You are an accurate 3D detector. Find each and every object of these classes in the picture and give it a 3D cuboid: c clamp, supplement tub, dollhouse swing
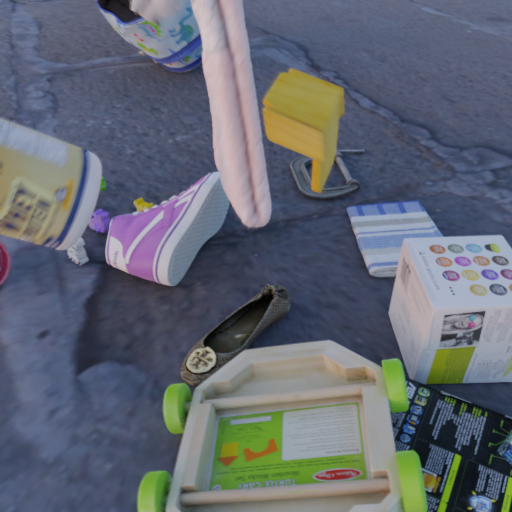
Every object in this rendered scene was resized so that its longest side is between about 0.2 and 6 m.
[{"bbox_3d":[1.530,-1.702,11.163,1.658,0.263,1.941,-2,38,-2],"label":"c clamp"},{"bbox_3d":[-2.761,-0.850,6.294,1.709,1.234,1.234,18,28,-31],"label":"supplement tub"},{"bbox_3d":[0.386,-1.051,4.824,0.707,0.684,0.778,22,47,3],"label":"dollhouse swing"}]

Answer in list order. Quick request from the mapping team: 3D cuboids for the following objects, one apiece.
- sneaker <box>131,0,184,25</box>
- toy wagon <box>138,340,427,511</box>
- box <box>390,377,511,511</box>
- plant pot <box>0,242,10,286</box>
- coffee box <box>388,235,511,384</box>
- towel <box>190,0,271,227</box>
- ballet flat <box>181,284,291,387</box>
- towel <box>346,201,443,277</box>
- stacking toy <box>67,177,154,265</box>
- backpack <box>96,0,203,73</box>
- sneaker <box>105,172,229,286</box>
[{"bbox_3d":[-1.528,-4.900,10.204,1.801,0.725,0.688,-17,56,44],"label":"sneaker"},{"bbox_3d":[0.234,2.164,5.446,2.666,0.680,3.436,-9,33,11],"label":"toy wagon"},{"bbox_3d":[2.123,2.406,5.750,1.996,0.491,2.066,20,42,21],"label":"box"},{"bbox_3d":[-4.365,0.050,8.459,0.985,0.985,0.881,-31,32,-33],"label":"plant pot"},{"bbox_3d":[2.609,0.683,7.200,1.365,1.380,1.378,-1,38,-2],"label":"coffee box"},{"bbox_3d":[-0.409,-2.074,7.127,0.477,2.827,2.960,-11,22,-4],"label":"towel"},{"bbox_3d":[-0.228,0.987,7.546,0.700,0.482,2.079,28,46,31],"label":"ballet flat"},{"bbox_3d":[2.389,-0.316,9.432,1.441,0.233,1.962,-4,36,-2],"label":"towel"},{"bbox_3d":[-2.970,-0.716,9.785,2.123,0.499,1.601,27,44,33],"label":"stacking toy"},{"bbox_3d":[-2.110,-6.697,14.985,3.326,2.671,3.635,-43,43,4],"label":"backpack"},{"bbox_3d":[-1.499,-0.683,9.328,1.530,0.973,2.684,12,39,19],"label":"sneaker"}]
